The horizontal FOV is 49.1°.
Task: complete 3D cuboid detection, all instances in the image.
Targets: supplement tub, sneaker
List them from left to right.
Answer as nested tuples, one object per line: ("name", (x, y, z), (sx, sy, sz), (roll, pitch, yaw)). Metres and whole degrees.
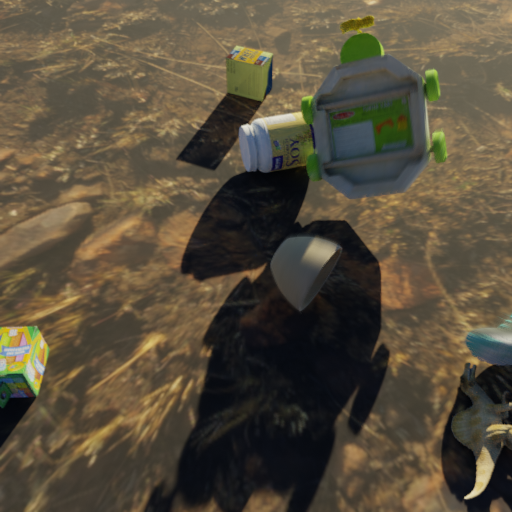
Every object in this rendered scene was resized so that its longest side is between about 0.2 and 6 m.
("supplement tub", (0.557, -2.665, 13.229), (1.736, 1.262, 1.262), (-12, 49, -10))
("sneaker", (4.714, 1.336, 9.923), (2.242, 0.870, 1.023), (2, 54, -10))

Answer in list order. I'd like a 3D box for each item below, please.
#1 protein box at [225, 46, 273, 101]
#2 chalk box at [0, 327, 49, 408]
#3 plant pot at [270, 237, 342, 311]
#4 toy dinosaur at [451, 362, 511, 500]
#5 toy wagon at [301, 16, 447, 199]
("protein box", (-0.182, -5.036, 15.470), (1.095, 1.088, 0.739), (18, 51, 15))
("chalk box", (-4.104, 1.918, 9.467), (0.771, 0.776, 1.244), (-2, 49, -1))
("plant pot", (0.831, 0.180, 10.489), (0.939, 1.399, 1.399), (34, 56, 15))
("toy dinosaur", (3.756, 2.856, 8.841), (1.267, 0.729, 2.506), (-3, 39, 18))
("toy wagon", (2.444, -3.162, 12.038), (2.906, 3.745, 0.741), (-6, 2, 23))
